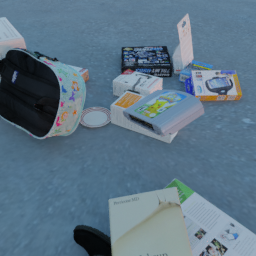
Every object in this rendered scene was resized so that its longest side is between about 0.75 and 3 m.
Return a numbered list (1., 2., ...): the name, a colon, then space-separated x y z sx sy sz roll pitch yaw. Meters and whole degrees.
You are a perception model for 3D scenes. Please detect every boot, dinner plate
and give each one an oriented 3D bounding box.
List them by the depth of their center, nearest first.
1. boot: -0.772 2.854 5.958 1.579 0.594 1.180 19 42 22
2. dinner plate: -1.213 -0.385 10.435 1.266 0.153 1.266 0 37 0

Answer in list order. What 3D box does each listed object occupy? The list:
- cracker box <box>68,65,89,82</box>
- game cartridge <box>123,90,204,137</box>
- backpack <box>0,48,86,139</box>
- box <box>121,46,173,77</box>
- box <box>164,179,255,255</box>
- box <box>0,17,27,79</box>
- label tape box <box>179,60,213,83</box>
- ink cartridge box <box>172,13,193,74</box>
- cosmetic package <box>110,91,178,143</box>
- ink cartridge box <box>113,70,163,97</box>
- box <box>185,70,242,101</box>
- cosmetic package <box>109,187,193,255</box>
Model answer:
1. cracker box: -2.862 -2.332 12.592 1.844 0.532 1.235 16 41 21
2. game cartridge: 0.831 -0.454 6.825 1.330 0.404 1.995 -29 25 -17
3. backpack: -2.718 -1.049 9.232 2.949 2.618 2.220 28 18 34
4. box: 0.859 -3.311 13.791 2.416 0.600 2.398 -1 38 -1
5. box: 1.534 2.628 6.328 2.138 0.538 2.962 -30 48 -32
6. box: -4.996 -2.409 10.831 1.844 2.822 2.807 -20 42 -25
7. label tape box: 3.134 -2.505 12.846 1.074 0.471 1.489 23 44 24
8. ink cartridge box: 2.516 -3.971 13.236 0.576 2.297 1.863 2 36 29
9. cosmetic package: 0.668 -0.440 9.950 2.344 0.835 1.189 19 42 22
10. ink cartridge box: 0.417 -1.724 11.660 1.728 0.716 1.268 19 41 23
11. box: 3.482 -1.775 11.605 2.163 0.449 1.287 -1 62 -3
12. cosmetic package: 0.527 2.689 5.127 1.478 1.044 2.856 -13 53 4
